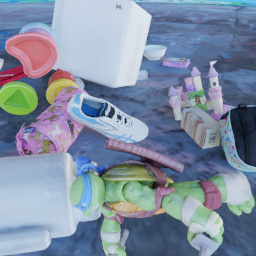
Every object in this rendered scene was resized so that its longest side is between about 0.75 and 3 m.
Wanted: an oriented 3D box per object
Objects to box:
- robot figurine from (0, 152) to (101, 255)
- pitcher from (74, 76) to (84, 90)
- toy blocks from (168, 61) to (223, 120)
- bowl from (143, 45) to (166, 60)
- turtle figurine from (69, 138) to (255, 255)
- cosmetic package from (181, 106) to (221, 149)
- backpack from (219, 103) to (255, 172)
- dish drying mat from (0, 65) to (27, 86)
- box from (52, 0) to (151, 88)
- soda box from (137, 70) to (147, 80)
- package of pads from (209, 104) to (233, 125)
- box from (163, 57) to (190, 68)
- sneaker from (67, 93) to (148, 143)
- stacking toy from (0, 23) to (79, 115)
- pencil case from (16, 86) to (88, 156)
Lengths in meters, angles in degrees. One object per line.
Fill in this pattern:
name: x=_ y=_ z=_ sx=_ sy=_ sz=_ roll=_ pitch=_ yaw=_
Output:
robot figurine: x=-1.797 y=1.218 z=4.952 sx=2.601 sy=1.469 sz=2.206 roll=-5 pitch=28 yaw=-8
pitcher: x=-2.038 y=-1.644 z=10.689 sx=1.021 sy=0.722 sz=1.190 roll=-5 pitch=17 yaw=-35
toy blocks: x=2.032 y=-1.175 z=8.402 sx=1.508 sy=1.358 sz=1.614 roll=-10 pitch=15 yaw=24
bowl: x=1.318 y=-3.848 z=14.415 sx=1.307 sy=0.587 sz=1.307 roll=-2 pitch=29 yaw=1
turtle figurine: x=0.577 y=1.589 z=4.218 sx=2.793 sy=2.073 sz=2.881 roll=0 pitch=37 yaw=-32
cosmetic package: x=2.042 y=-0.040 z=7.917 sx=0.549 sy=0.650 sz=1.258 roll=-9 pitch=31 yaw=-16
backpack: x=2.949 y=0.289 z=6.738 sx=1.348 sy=1.143 sz=1.518 roll=-4 pitch=69 yaw=-6
dish drying mat: x=-4.859 y=-2.522 z=12.510 sx=1.081 sy=0.256 sz=2.815 roll=15 pitch=34 yaw=26
box: x=-1.015 y=-3.203 z=10.306 sx=2.832 sy=2.818 sz=2.426 roll=18 pitch=16 yaw=15
soda box: x=0.334 y=-2.235 z=11.958 sx=0.962 sy=0.329 sz=0.305 roll=-8 pitch=31 yaw=-11
package of pads: x=3.234 y=-0.130 z=8.089 sx=1.645 sy=0.622 sz=0.991 roll=20 pitch=37 yaw=30
box: x=2.357 y=-3.201 z=13.695 sx=1.147 sy=0.224 sz=0.785 roll=12 pitch=33 yaw=20
sneaker: x=-0.428 y=-0.221 z=7.342 sx=2.334 sy=0.846 sz=0.839 roll=21 pitch=64 yaw=-21
stacking toy: x=-3.000 y=-1.781 z=8.744 sx=2.510 sy=2.772 sz=1.171 roll=-16 pitch=44 yaw=2
pencil case: x=-1.880 y=-0.161 z=7.667 sx=1.149 sy=1.201 sz=2.775 roll=-27 pitch=20 yaw=27
